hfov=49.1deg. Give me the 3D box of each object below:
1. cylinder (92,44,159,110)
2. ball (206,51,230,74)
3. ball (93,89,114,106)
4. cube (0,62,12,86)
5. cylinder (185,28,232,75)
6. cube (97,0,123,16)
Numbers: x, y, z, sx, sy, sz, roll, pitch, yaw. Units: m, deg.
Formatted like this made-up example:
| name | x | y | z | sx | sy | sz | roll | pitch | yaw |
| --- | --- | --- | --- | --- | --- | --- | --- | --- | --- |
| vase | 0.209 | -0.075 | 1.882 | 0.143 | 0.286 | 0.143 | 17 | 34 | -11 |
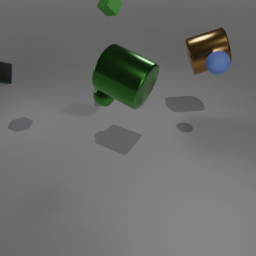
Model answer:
| name | x | y | z | sx | sy | sz | roll | pitch | yaw |
| --- | --- | --- | --- | --- | --- | --- | --- | --- | --- |
| cylinder | -0.055 | -1.437 | 7.873 | 1.400 | 1.400 | 1.400 | 29 | 40 | 13 |
| ball | 2.703 | -1.965 | 8.412 | 0.700 | 0.700 | 0.700 | 0 | 33 | 0 |
| ball | -0.751 | -1.040 | 8.863 | 0.700 | 0.700 | 0.700 | 0 | 33 | 0 |
| cube | -4.290 | -1.777 | 9.158 | 0.700 | 0.700 | 0.700 | 3 | 2 | 40 |
| cylinder | 3.013 | -2.881 | 10.582 | 1.400 | 1.400 | 1.400 | -15 | 30 | 13 |
| cube | -0.803 | -5.469 | 12.394 | 0.700 | 0.700 | 0.700 | 16 | -9 | 41 |
